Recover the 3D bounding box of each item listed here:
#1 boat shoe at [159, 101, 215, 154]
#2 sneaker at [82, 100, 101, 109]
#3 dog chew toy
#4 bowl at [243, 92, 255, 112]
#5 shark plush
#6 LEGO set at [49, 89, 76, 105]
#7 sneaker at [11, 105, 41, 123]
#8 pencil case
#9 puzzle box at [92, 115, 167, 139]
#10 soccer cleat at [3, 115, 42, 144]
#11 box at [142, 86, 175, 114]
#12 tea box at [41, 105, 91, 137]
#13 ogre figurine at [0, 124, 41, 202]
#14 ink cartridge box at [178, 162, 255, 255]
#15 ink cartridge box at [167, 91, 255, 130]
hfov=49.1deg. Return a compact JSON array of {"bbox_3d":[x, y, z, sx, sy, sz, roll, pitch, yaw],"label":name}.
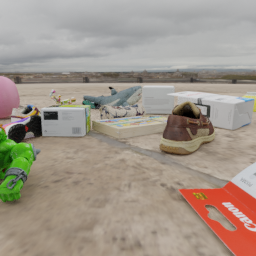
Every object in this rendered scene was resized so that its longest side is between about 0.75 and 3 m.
[{"bbox_3d":[1.626,-0.170,7.291,1.067,1.065,2.958,6,13,29],"label":"boat shoe"},{"bbox_3d":[-1.776,-1.150,14.221,1.106,0.411,0.484,15,5,17],"label":"sneaker"},{"bbox_3d":[-5.624,-1.060,10.751,2.642,1.645,1.645,-17,18,-29],"label":"dog chew toy"},{"bbox_3d":[6.082,-1.306,13.613,1.591,0.856,1.591,0,10,0],"label":"bowl"},{"bbox_3d":[-0.715,-1.496,13.728,2.798,1.165,1.271,2,11,12],"label":"shark plush"},{"bbox_3d":[-3.546,-1.485,15.307,1.584,0.729,0.590,20,13,-39],"label":"LEGO set"},{"bbox_3d":[-2.817,-0.341,8.770,0.684,0.822,1.825,5,12,25],"label":"sneaker"},{"bbox_3d":[-0.197,-0.522,9.986,1.643,0.639,0.735,-5,37,-32],"label":"pencil case"},{"bbox_3d":[0.275,-0.093,8.872,2.409,0.306,1.602,-8,14,-35],"label":"puzzle box"},{"bbox_3d":[-2.906,0.033,7.552,0.684,0.638,1.869,-3,12,13],"label":"soccer cleat"},{"bbox_3d":[1.354,-1.288,12.583,1.394,1.200,1.401,1,11,6],"label":"box"},{"bbox_3d":[-1.792,-0.246,8.330,1.214,0.811,1.194,1,11,4],"label":"tea box"},{"bbox_3d":[-2.263,0.540,4.441,1.855,0.910,1.112,-11,24,26],"label":"ogre figurine"},{"bbox_3d":[1.919,0.866,3.555,2.100,0.496,1.681,-1,11,-10],"label":"ink cartridge box"},{"bbox_3d":[2.860,-0.714,10.089,1.560,0.912,2.689,-12,20,-43],"label":"ink cartridge box"}]
